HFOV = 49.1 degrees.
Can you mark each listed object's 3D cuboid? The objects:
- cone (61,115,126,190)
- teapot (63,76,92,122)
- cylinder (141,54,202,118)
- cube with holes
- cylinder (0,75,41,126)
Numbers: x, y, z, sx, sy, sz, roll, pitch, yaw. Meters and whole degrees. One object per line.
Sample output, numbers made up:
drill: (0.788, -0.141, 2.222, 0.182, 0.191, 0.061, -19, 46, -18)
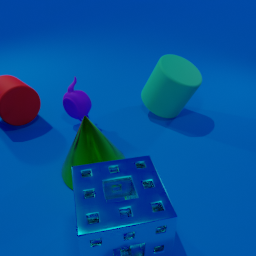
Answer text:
cone: (-0.752, 0.309, 5.550, 1.405, 1.410, 1.405, -2, 41, 2)
teapot: (-1.280, -0.674, 7.212, 0.786, 1.263, 0.619, 8, 35, 41)
cylinder: (1.150, -1.115, 7.576, 1.242, 1.242, 1.242, 14, 47, -16)
cube with holes: (-0.120, 1.368, 4.245, 1.253, 1.253, 1.253, -7, 34, -11)
cylinder: (-3.034, -0.739, 7.381, 1.081, 1.081, 1.081, -25, 38, -33)
